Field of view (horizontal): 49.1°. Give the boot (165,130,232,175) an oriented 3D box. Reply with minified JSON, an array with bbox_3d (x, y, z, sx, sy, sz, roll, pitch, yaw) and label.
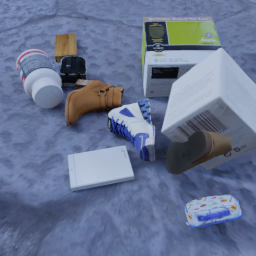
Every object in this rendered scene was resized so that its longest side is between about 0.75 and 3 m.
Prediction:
[{"bbox_3d":[1.817,0.740,7.652,0.967,2.562,0.943,2,72,-19],"label":"boot"}]

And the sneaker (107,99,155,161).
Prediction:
[{"bbox_3d":[0.076,0.061,9.686,1.583,1.108,2.742,-6,40,0],"label":"sneaker"}]

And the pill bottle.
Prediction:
[{"bbox_3d":[-3.492,-1.947,11.195,1.456,1.456,2.435,-20,49,-18],"label":"pill bottle"}]

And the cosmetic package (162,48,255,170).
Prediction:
[{"bbox_3d":[2.669,-0.575,8.703,2.142,2.140,2.596,39,44,-18],"label":"cosmetic package"}]

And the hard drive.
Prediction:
[{"bbox_3d":[-0.897,1.256,9.005,1.957,0.261,1.291,-9,47,-9],"label":"hard drive"}]

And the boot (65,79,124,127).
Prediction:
[{"bbox_3d":[-1.241,-0.912,10.736,1.960,0.968,2.524,10,41,4],"label":"boot"}]

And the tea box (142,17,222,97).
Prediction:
[{"bbox_3d":[2.081,-2.941,11.538,2.910,1.945,2.863,0,57,0],"label":"tea box"}]

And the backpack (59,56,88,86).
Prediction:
[{"bbox_3d":[-2.309,-2.447,11.964,1.196,1.014,1.347,-2,55,-8],"label":"backpack"}]

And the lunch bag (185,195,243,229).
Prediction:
[{"bbox_3d":[2.148,2.157,7.229,1.413,1.132,0.534,-16,89,7],"label":"lunch bag"}]

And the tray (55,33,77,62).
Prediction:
[{"bbox_3d":[-3.076,-4.042,13.930,1.023,0.384,2.075,-7,46,-6],"label":"tray"}]
